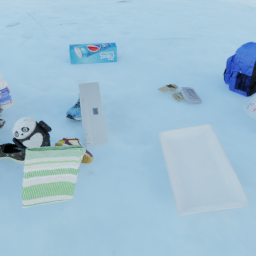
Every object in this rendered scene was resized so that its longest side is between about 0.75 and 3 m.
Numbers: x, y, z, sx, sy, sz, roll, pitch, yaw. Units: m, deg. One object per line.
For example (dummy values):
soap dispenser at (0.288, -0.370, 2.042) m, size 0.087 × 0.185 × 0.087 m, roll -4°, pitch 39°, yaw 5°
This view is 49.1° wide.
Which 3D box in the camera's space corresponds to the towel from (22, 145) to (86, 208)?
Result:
towel at (-1.569, 1.021, 5.829) m, size 1.184 × 1.552 × 0.182 m, roll -2°, pitch 37°, yaw -30°

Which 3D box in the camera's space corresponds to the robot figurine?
robot figurine at (-2.423, 0.197, 7.132) m, size 0.660 × 1.058 × 0.795 m, roll 9°, pitch 57°, yaw 40°

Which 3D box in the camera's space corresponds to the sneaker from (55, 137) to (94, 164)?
sneaker at (-1.411, 0.550, 7.819) m, size 1.278 × 0.479 × 0.576 m, roll 20°, pitch 39°, yaw 23°

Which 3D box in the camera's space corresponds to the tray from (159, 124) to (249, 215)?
tray at (1.736, 0.956, 7.065) m, size 1.541 × 0.318 × 2.871 m, roll -8°, pitch 37°, yaw 2°

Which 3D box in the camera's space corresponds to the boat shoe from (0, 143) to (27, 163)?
boat shoe at (-3.385, 0.608, 7.790) m, size 1.394 × 0.437 × 0.510 m, roll 7°, pitch 39°, yaw 12°

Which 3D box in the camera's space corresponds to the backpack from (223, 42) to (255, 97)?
backpack at (4.530, -2.340, 10.658) m, size 1.516 × 1.807 × 1.468 m, roll 30°, pitch 46°, yaw 34°

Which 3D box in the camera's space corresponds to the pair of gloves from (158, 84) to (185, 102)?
pair of gloves at (1.787, -1.374, 10.720) m, size 1.076 × 0.189 × 0.915 m, roll 32°, pitch 42°, yaw 29°

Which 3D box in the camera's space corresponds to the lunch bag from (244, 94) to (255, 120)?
lunch bag at (4.942, -0.553, 8.690) m, size 2.016 × 1.282 × 1.710 m, roll -20°, pitch 41°, yaw -17°

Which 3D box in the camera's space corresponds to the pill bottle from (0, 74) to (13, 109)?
pill bottle at (-4.480, -1.289, 9.766) m, size 0.646 × 1.153 × 0.646 m, roll 0°, pitch 36°, yaw 0°

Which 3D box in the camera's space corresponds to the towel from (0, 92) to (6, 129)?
towel at (-5.199, -0.017, 7.963) m, size 2.352 × 1.216 × 2.841 m, roll 0°, pitch 30°, yaw 13°

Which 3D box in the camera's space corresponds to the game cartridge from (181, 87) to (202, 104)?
game cartridge at (2.301, -1.207, 10.330) m, size 0.575 × 0.177 × 0.864 m, roll 4°, pitch 42°, yaw -23°

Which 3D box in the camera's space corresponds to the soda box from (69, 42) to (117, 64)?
soda box at (-1.631, -3.525, 13.198) m, size 2.193 × 0.744 × 0.704 m, roll -5°, pitch 36°, yaw -7°

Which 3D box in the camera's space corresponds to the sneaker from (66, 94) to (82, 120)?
sneaker at (-1.608, -0.882, 9.546) m, size 0.658 × 0.755 × 1.680 m, roll 12°, pitch 38°, yaw 17°

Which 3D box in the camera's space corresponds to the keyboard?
keyboard at (-1.128, -0.512, 8.880) m, size 0.701 × 0.133 × 2.491 m, roll -3°, pitch 57°, yaw -14°
